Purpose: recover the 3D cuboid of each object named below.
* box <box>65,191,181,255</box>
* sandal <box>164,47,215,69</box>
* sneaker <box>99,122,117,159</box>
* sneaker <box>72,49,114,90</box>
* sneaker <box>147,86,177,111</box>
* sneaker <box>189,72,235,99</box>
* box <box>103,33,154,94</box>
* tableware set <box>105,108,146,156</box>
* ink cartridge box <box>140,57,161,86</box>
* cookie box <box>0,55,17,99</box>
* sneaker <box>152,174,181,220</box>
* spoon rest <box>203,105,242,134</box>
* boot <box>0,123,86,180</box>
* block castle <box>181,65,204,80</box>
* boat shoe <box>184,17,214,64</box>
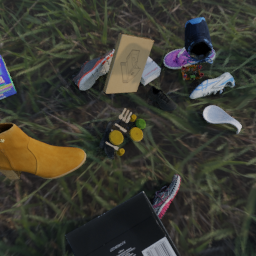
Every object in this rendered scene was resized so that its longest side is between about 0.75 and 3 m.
[{"bbox_3d":[-0.089,3.113,7.277,2.096,2.822,1.754,-27,69,-11],"label":"box"},{"bbox_3d":[2.438,-2.930,11.126,2.123,0.522,0.864,-13,67,-5],"label":"sandal"},{"bbox_3d":[-0.576,0.428,9.792,0.643,0.370,1.233,19,73,8],"label":"sneaker"},{"bbox_3d":[-1.313,-2.416,10.785,0.873,0.821,2.131,39,71,22],"label":"sneaker"},{"bbox_3d":[1.250,-1.083,10.315,1.258,0.571,0.478,34,69,12],"label":"sneaker"},{"bbox_3d":[3.151,-1.492,10.457,1.828,0.657,0.662,-24,72,-7],"label":"sneaker"},{"bbox_3d":[0.030,-2.165,9.678,1.642,2.008,0.214,-10,37,-46],"label":"box"},{"bbox_3d":[-0.037,0.195,9.788,1.114,0.254,1.654,32,62,-10],"label":"tableware set"},{"bbox_3d":[0.588,-2.331,10.891,0.836,0.482,1.146,-36,71,-14],"label":"ink cartridge box"},{"bbox_3d":[-5.157,-1.819,10.608,1.344,0.590,1.571,-25,70,-12],"label":"cookie box"},{"bbox_3d":[1.171,2.131,8.903,0.591,0.638,1.583,31,71,15],"label":"sneaker"},{"bbox_3d":[3.401,-0.320,10.059,1.459,0.442,0.725,29,70,11],"label":"spoon rest"},{"bbox_3d":[-2.705,0.590,7.884,2.684,1.921,0.944,-11,45,3],"label":"boot"},{"bbox_3d":[2.493,-2.174,10.886,0.795,0.373,0.531,-4,67,-2],"label":"block castle"},{"bbox_3d":[2.344,-2.688,9.574,1.122,2.666,0.915,-12,77,23],"label":"boat shoe"}]
